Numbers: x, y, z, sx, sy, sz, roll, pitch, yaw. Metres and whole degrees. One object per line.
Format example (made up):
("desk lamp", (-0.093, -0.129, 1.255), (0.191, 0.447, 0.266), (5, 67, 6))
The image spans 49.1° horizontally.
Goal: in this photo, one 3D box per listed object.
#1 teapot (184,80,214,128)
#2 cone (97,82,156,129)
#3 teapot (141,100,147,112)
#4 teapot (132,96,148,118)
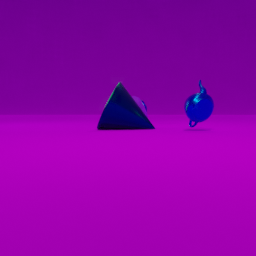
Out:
("teapot", (1.770, -0.587, 7.118), (0.771, 1.240, 0.607), (5, 18, -20))
("cone", (0.109, -0.298, 7.645), (1.434, 1.428, 1.428), (27, 3, -1))
("teapot", (0.376, -0.683, 12.357), (0.742, 0.942, 1.515), (11, -42, -13))
("teapot", (0.142, -0.495, 8.609), (0.749, 0.951, 1.530), (-23, 33, 13))
